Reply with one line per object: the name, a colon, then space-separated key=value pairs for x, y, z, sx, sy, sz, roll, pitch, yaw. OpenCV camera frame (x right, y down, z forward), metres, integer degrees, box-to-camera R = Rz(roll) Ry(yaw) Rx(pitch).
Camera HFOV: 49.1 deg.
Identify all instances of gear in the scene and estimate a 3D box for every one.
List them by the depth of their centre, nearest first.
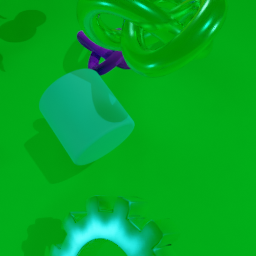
gear: x=-0.142 y=1.485 z=2.623 sx=1.650 sy=0.305 sz=1.650 roll=-12 pitch=71 yaw=37

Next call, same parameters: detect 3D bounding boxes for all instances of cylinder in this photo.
cylinder: x=-0.735 y=-0.187 z=5.051 sx=1.257 sy=1.257 sz=1.257 roll=-31 pitch=75 yaw=-19

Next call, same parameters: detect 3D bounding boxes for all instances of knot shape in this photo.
knot shape: x=0.443 y=-1.318 z=3.667 sx=2.061 sy=0.952 sz=1.929 roll=-7 pitch=30 yaw=-17
knot shape: x=-0.297 y=-1.646 z=5.916 sx=1.348 sy=0.666 sz=1.440 roll=-15 pitch=46 yaw=-26
